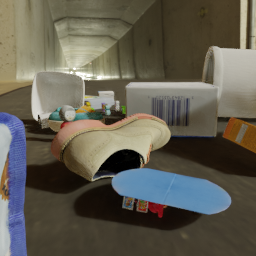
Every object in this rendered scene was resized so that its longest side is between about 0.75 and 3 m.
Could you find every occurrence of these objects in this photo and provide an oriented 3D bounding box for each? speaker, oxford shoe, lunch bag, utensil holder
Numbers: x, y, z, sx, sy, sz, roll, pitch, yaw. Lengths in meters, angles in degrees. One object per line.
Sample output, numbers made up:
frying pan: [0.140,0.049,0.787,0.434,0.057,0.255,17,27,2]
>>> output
speaker: [-2.160,-0.292,8.558,1.087,0.441,0.441,-12,16,-27]
oxford shoe: [0.022,0.409,4.979,2.730,0.966,1.008,-10,42,-47]
lunch bag: [-2.313,0.654,1.367,2.735,1.693,2.325,12,17,20]
utensil holder: [4.241,-1.531,9.840,2.916,2.478,2.478,4,12,6]

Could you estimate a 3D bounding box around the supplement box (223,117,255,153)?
supplement box: [2.410,0.246,5.069,0.462,0.477,1.387,15,10,-29]

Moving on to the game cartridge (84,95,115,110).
game cartridge: [-2.087,-1.220,13.129,2.523,0.511,1.682,10,20,41]

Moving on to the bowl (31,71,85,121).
bowl: [-2.174,-0.941,8.922,1.647,1.645,0.615,6,8,1]

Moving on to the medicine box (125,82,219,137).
medicine box: [1.158,-0.651,8.241,2.347,1.326,2.577,1,11,4]

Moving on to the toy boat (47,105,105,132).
toy boat: [-1.433,-0.250,7.467,1.589,0.879,1.891,1,12,0]

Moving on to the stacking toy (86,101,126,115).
stacking toy: [-0.888,-0.729,11.022,1.351,0.421,1.793,-5,15,-13]

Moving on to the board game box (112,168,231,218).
board game box: [0.524,0.887,3.620,1.489,0.290,1.177,9,9,15]

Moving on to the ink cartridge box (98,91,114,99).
ink cartridge box: [-1.222,-1.755,15.508,0.842,0.486,1.161,-2,12,-7]
